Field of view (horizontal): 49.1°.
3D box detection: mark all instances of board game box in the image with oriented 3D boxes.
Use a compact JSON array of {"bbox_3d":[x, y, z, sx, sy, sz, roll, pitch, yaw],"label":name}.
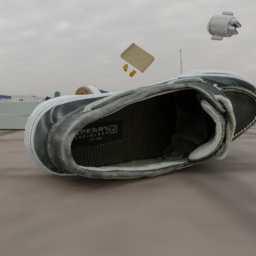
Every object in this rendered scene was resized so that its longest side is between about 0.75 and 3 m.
[{"bbox_3d":[-2.685,-0.393,8.191,1.787,0.778,2.422,1,4,6],"label":"board game box"}]

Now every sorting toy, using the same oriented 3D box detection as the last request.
[{"bbox_3d":[0.239,-2.462,10.306,1.057,1.419,0.190,38,-32,2],"label":"sorting toy"}]

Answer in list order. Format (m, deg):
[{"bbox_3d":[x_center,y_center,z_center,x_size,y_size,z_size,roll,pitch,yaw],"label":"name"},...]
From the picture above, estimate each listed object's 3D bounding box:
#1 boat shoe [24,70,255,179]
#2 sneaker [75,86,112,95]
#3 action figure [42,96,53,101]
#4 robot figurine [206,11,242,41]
[{"bbox_3d":[0.414,0.012,2.134,2.209,0.796,0.783,-14,18,-29],"label":"boat shoe"},{"bbox_3d":[0.113,-0.189,3.921,1.211,0.783,2.233,-7,13,-30],"label":"sneaker"},{"bbox_3d":[-3.369,-0.908,13.087,2.629,1.375,2.543,0,12,-10],"label":"action figure"},{"bbox_3d":[3.183,-3.451,9.480,0.685,1.029,1.213,22,7,-45],"label":"robot figurine"}]
